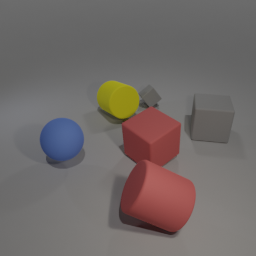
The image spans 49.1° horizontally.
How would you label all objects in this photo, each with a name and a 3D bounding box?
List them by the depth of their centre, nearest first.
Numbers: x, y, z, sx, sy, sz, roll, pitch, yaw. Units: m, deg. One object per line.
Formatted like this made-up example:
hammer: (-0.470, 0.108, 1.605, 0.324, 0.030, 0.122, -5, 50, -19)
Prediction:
cylinder: (0.734, 1.704, 7.077, 1.400, 1.400, 1.400, 26, 29, -13)
ball: (-2.140, 0.367, 9.113, 1.400, 1.400, 1.400, 0, 32, 0)
cube: (0.789, 0.373, 9.469, 1.400, 1.400, 1.400, -31, 46, -28)
cube: (3.239, -0.411, 10.963, 1.400, 1.400, 1.400, 5, 32, 9)
cylinder: (-0.443, -1.236, 11.989, 1.400, 1.400, 1.400, -16, 23, -24)
cube: (1.021, -1.488, 13.049, 0.700, 0.700, 0.700, -39, 25, 6)
